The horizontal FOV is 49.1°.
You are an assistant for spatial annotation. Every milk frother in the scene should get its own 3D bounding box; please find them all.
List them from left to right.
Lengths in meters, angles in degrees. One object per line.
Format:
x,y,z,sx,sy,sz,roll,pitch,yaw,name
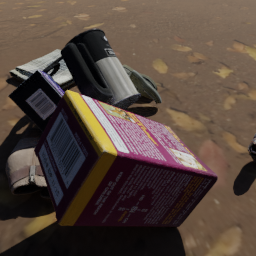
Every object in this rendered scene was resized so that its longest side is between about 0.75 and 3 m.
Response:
-1.416,-1.347,8.919,2.349,2.602,2.448,-20,78,-50,milk frother

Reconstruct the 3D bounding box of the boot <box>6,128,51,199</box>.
-1.642,0.822,7.228,2.779,0.976,2.031,-5,45,-8,boot

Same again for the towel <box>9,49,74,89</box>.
-3.054,-2.476,11.619,2.697,0.484,2.801,27,47,28,towel

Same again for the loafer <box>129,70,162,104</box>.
0.572,-1.332,9.716,1.479,0.515,0.556,45,13,0,loafer

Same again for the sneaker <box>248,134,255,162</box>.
3.344,0.614,7.271,0.437,1.113,0.442,17,52,36,sneaker

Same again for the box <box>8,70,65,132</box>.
-2.237,-0.708,7.872,1.023,1.451,1.961,-42,11,-1,box

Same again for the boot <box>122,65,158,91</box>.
-0.241,-1.306,10.015,1.919,0.766,2.110,30,48,20,boot

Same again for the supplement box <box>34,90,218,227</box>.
-0.024,0.719,5.600,2.992,1.544,1.958,18,22,-38,supplement box
